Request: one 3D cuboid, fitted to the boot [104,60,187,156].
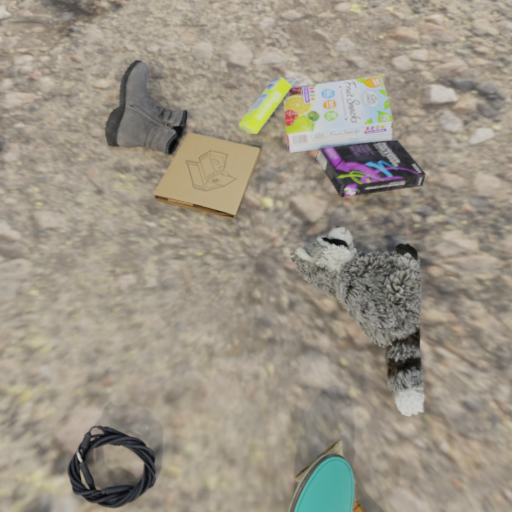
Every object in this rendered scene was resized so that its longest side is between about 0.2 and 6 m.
[{"bbox_3d":[-2.407,-3.462,13.272,1.702,0.902,2.585,8,65,3],"label":"boot"}]

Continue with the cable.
[{"bbox_3d":[-2.153,3.224,8.453,1.316,0.334,1.074,24,60,4],"label":"cable"}]

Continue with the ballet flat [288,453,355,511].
[{"bbox_3d":[0.684,4.002,7.565,0.885,0.837,2.626,19,65,-6],"label":"ballet flat"}]

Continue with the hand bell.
[{"bbox_3d":[1.456,3.667,8.106,0.918,0.918,1.763,-33,72,-22],"label":"hand bell"}]

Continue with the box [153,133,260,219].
[{"bbox_3d":[-1.008,-1.797,12.216,1.770,0.230,2.165,14,50,7],"label":"box"}]

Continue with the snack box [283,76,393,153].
[{"bbox_3d":[1.846,-3.317,13.040,2.371,0.628,1.686,-6,54,6],"label":"snack box"}]

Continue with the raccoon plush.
[{"bbox_3d":[1.666,0.955,9.611,2.202,1.590,3.286,-1,54,9],"label":"raccoon plush"}]

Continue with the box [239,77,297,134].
[{"bbox_3d":[0.249,-3.478,12.764,0.358,0.917,1.503,36,94,-17],"label":"box"}]

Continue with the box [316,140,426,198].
[{"bbox_3d":[2.457,-1.914,12.049,1.950,0.352,1.394,-8,45,-15],"label":"box"}]
